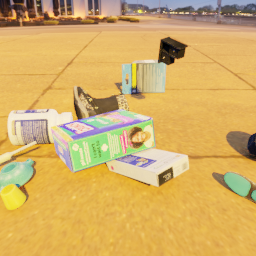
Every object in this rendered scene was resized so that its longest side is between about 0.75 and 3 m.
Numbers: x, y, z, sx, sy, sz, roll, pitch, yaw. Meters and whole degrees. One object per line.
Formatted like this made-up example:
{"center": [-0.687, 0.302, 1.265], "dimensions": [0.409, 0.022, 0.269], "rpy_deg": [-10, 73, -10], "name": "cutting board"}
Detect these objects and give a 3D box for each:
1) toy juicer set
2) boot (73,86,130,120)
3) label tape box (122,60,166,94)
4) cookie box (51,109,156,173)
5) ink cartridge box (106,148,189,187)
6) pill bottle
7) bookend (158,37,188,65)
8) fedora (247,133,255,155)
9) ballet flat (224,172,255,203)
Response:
{"center": [-3.376, 1.398, 7.739], "dimensions": [1.546, 0.661, 2.430], "rpy_deg": [-16, 31, 4], "name": "toy juicer set"}
{"center": [-1.267, -1.115, 12.301], "dimensions": [2.117, 1.029, 2.812], "rpy_deg": [-9, 31, -15], "name": "boot"}
{"center": [0.796, -2.709, 14.846], "dimensions": [2.322, 1.675, 0.735], "rpy_deg": [-3, 26, -6], "name": "label tape box"}
{"center": [-0.852, 0.265, 8.861], "dimensions": [2.672, 1.004, 2.286], "rpy_deg": [-16, 17, -23], "name": "cookie box"}
{"center": [0.336, 0.981, 8.266], "dimensions": [1.272, 0.498, 2.686], "rpy_deg": [-21, 21, -37], "name": "ink cartridge box"}
{"center": [-3.016, -0.048, 9.890], "dimensions": [2.050, 1.227, 1.227], "rpy_deg": [-2, 26, -5], "name": "pill bottle"}
{"center": [1.517, -2.521, 9.637], "dimensions": [0.421, 0.913, 0.908], "rpy_deg": [-27, 49, -31], "name": "bookend"}
{"center": [4.399, 0.519, 9.115], "dimensions": [1.533, 1.533, 0.700], "rpy_deg": [-19, -1, -34], "name": "fedora"}
{"center": [3.280, 1.653, 7.346], "dimensions": [0.587, 0.529, 1.559], "rpy_deg": [6, 20, -47], "name": "ballet flat"}
